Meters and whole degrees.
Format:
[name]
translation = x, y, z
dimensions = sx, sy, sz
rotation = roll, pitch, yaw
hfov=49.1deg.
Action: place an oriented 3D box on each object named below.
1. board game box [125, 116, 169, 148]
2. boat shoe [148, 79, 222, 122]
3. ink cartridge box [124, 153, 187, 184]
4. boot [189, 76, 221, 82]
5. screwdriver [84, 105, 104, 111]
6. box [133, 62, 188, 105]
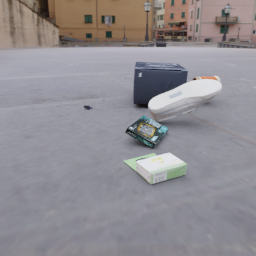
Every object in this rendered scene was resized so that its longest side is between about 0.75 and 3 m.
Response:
[board game box]
translation = 0.502, 0.067, 6.906
dimensions = 0.778, 0.162, 1.150
rotation = 29, 27, 13
[boat shoe]
translation = 1.635, -0.721, 7.937
dimensions = 2.085, 0.714, 0.751
rotation = -24, 46, -1
[ink cartridge box]
translation = 0.489, 0.667, 5.430
dimensions = 0.788, 0.260, 1.082
rotation = -11, 23, -26
[boot]
translation = 2.837, -1.557, 10.595
dimensions = 0.970, 0.679, 1.809
rotation = -11, 0, -2
[screwdriver]
translation = -1.138, -0.643, 9.414
dimensions = 0.849, 0.124, 0.118
rotation = 16, 57, 24
[box]
translation = 1.119, -1.716, 10.490
dimensions = 1.821, 1.284, 2.461
rotation = 4, 18, 3
